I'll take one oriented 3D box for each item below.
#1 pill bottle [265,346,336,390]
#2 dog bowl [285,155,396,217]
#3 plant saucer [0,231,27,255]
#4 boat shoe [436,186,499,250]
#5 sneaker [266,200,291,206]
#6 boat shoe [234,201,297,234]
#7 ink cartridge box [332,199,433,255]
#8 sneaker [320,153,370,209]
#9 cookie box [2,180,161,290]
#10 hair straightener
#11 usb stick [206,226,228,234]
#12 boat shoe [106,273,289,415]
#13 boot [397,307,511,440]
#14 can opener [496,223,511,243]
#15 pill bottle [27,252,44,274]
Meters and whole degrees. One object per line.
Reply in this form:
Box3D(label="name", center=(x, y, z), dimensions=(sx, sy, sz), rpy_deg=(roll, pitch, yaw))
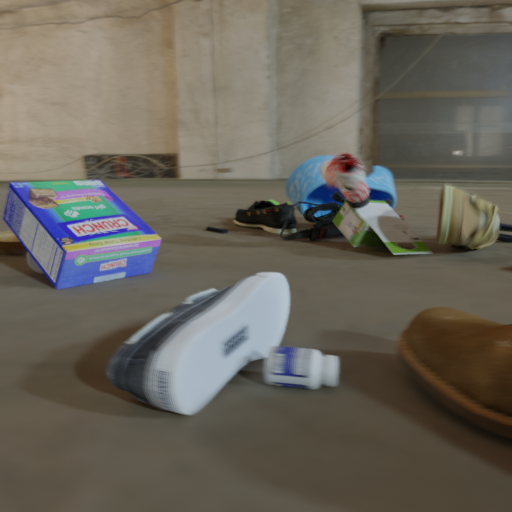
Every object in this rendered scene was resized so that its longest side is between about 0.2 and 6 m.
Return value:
Box3D(label="pill bottle", center=(0.368, 0.909, 4.531), dimensions=(0.539, 0.323, 0.323), rpy_deg=(3, 10, 13))
Box3D(label="dog bowl", center=(2.205, -1.509, 14.041), dimensions=(3.009, 1.677, 0.746), rpy_deg=(7, 46, -27))
Box3D(label="plant saucer", center=(-4.565, -0.274, 11.250), dimensions=(1.728, 0.306, 1.728), rpy_deg=(0, 10, 0))
Box3D(label="boat shoe", center=(4.061, -0.688, 10.585), dimensions=(0.993, 1.107, 2.991), rpy_deg=(8, 3, 27))
Box3D(label="sneaker", center=(0.517, -1.128, 15.579), dimensions=(0.755, 0.692, 1.802), rpy_deg=(-25, 16, -20))
Box3D(label="boat shoe", center=(0.211, -1.066, 14.541), dimensions=(0.899, 0.770, 2.458), rpy_deg=(-7, 11, -30))
Box3D(label="ink cartridge box", center=(2.476, -0.389, 11.096), dimensions=(1.204, 0.617, 1.629), rpy_deg=(-1, 43, -36))
Box3D(label="sneaker", center=(1.681, -1.720, 11.014), dimensions=(0.570, 0.915, 1.707), rpy_deg=(-25, 40, -3))
Box3D(label="cookie box", center=(-2.730, -0.418, 8.768), dimensions=(1.650, 0.725, 1.929), rpy_deg=(-10, 42, -46))
Box3D(label="hair straightener", center=(1.893, -0.902, 13.070), dimensions=(3.124, 0.639, 1.202), rpy_deg=(-13, 56, -22))
Box3D(label="usb stick", center=(-0.974, -0.647, 13.904), dimensions=(0.206, 0.121, 0.744), rpy_deg=(-8, 13, -37))
Box3D(label="boat shoe", center=(-0.393, 0.651, 4.909), dimensions=(0.757, 0.801, 2.233), rpy_deg=(6, 19, 26))
Box3D(label="boot", center=(2.116, 0.635, 3.521), dimensions=(1.217, 1.248, 3.307), rpy_deg=(-6, 10, -21))
Box3D(label="can opener", center=(5.112, -0.548, 12.249), dimensions=(1.592, 0.505, 0.626), rpy_deg=(2, 9, 14))
Box3D(label="pill bottle", center=(-3.347, -0.050, 9.322), dimensions=(0.536, 0.536, 1.009), rpy_deg=(1, 11, 3))
